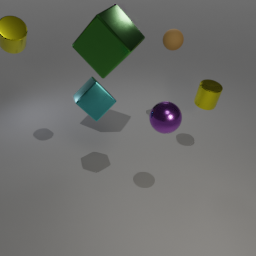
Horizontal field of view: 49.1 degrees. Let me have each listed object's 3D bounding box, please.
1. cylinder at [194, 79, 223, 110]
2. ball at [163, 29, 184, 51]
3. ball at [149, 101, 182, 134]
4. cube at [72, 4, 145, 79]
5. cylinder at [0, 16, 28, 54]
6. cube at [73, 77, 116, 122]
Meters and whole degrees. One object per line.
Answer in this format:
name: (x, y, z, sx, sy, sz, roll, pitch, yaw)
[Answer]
cylinder: (2.473, -1.028, 8.658, 0.700, 0.700, 0.700, 5, 42, -4)
ball: (1.522, -2.976, 9.441, 0.700, 0.700, 0.700, 0, 30, 0)
ball: (0.807, -0.225, 6.022, 0.700, 0.700, 0.700, 0, 30, 0)
cube: (-0.581, -2.689, 8.723, 1.400, 1.400, 1.400, -35, 14, 38)
cylinder: (-2.976, -2.388, 7.214, 0.700, 0.700, 0.700, -16, -7, -25)
cube: (-0.820, -0.713, 6.806, 0.700, 0.700, 0.700, -45, 25, 3)
